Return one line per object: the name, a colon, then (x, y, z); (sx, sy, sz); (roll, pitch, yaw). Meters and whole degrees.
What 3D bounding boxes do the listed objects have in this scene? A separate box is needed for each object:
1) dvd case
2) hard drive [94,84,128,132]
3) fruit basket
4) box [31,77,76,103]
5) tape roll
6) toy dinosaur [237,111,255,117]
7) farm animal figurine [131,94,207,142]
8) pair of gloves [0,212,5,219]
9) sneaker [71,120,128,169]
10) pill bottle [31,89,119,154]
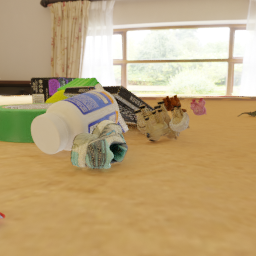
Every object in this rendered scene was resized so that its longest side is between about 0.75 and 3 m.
dvd case: (-0.430, -0.666, 8.495); (2.069, 0.341, 2.753); (30, -13, -39)
hard drive: (-0.380, -0.441, 6.826); (0.175, 0.909, 1.377); (-34, -16, -1)
fruit basket: (-2.214, -1.044, 11.539); (2.421, 1.746, 2.421); (-29, 32, 20)
box: (-3.365, -1.663, 13.819); (1.447, 1.668, 2.729); (2, 9, 15)
tape roll: (-2.098, -0.241, 7.384); (2.992, 0.719, 2.992); (0, 8, 0)
toy dinosaur: (5.131, -0.590, 11.364); (1.287, 0.305, 0.567); (0, 14, 22)
farm animal figurine: (0.959, -0.117, 6.446); (1.442, 0.898, 1.786); (-20, 14, -7)
pair of gloves: (-1.720, 0.810, 2.105); (1.331, 0.152, 1.070); (3, 7, 14)
sneaker: (-0.304, 0.314, 4.518); (0.672, 0.604, 1.556); (14, 19, 13)
pill bottle: (-0.990, -0.133, 5.449); (0.955, 0.955, 1.705); (5, 20, 32)
